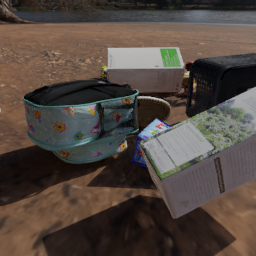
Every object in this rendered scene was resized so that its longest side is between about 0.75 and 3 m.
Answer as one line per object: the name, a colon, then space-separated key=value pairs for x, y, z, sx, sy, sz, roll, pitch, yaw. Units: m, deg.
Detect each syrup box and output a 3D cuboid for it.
syrup box: x=1.693 y=0.333 z=4.908 sx=2.716 sy=1.106 sz=1.069 roll=-25 pitch=36 yaw=-4

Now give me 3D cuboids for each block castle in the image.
block castle: x=3.145 y=-1.817 z=10.644 sx=1.973 sy=1.318 sz=0.925 roll=13 pitch=29 yaw=28

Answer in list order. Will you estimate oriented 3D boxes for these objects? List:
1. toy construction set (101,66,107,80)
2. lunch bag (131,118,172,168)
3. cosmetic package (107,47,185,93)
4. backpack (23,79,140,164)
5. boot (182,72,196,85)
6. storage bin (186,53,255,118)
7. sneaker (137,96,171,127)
toy construction set: x=-0.659 y=-2.582 z=13.144 sx=1.495 sy=0.689 sz=0.980 roll=2 pitch=22 yaw=31
lunch bag: x=1.105 y=0.526 z=6.442 sx=1.636 sy=0.770 sz=1.232 roll=20 pitch=28 yaw=19
cosmetic package: x=0.631 y=-2.350 z=11.416 sx=2.983 sy=1.265 sz=1.605 roll=-1 pitch=47 yaw=-4
backpack: x=-1.174 y=-0.217 z=6.559 sx=2.374 sy=1.820 sz=2.087 roll=-6 pitch=20 yaw=-36
boot: x=2.504 y=-2.308 z=12.686 sx=1.305 sy=0.475 sz=1.014 roll=9 pitch=27 yaw=17
storage bin: x=3.317 y=-1.118 z=8.420 sx=2.819 sy=1.906 sz=1.322 roll=-12 pitch=27 yaw=-24
sneaker: x=-0.077 y=-0.705 z=8.720 sx=2.630 sy=0.922 sz=1.427 roll=-4 pitch=27 yaw=-3
